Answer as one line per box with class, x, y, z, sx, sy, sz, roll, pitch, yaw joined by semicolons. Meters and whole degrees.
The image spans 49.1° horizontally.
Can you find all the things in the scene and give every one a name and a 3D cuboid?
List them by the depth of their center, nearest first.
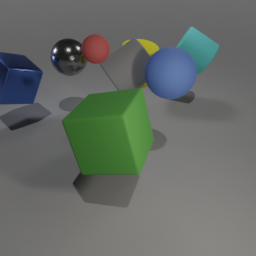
cube;-0.354;0.073;6.234;1.400;1.400;1.400;-4;28;21
ball;-0.791;-1.928;6.859;0.700;0.700;0.700;0;31;0
ball;1.152;-1.489;7.633;1.400;1.400;1.400;0;31;0
cylinder;0.032;-1.942;9.130;1.400;1.400;1.400;-36;35;4
cube;-4.225;-1.809;10.249;1.400;1.400;1.400;40;27;28
ball;-2.250;-2.699;10.719;1.400;1.400;1.400;0;31;0
cylinder;0.407;-2.487;10.780;1.400;1.400;1.400;4;40;-3
cylinder;2.790;-3.213;11.653;1.400;1.400;1.400;33;34;-4
